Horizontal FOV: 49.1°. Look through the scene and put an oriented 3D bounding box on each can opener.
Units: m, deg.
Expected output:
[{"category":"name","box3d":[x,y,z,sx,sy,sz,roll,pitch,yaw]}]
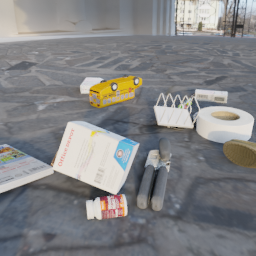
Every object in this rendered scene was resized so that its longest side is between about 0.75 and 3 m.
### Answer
[{"category":"can opener","box3d":[0.768,1.090,7.677,0.703,0.881,2.635,5,24,11]}]

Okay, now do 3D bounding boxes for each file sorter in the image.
[{"category":"file sorter","box3d":[1.886,-0.720,10.878,1.458,0.908,1.012,5,44,-13]}]

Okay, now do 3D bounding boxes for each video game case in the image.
[{"category":"video game case","box3d":[-3.684,1.086,8.187,2.497,0.225,1.788,17,20,33]}]

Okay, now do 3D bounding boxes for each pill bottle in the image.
[{"category":"pill bottle","box3d":[-0.498,1.834,6.477,0.902,0.494,0.494,-5,24,-10]}]

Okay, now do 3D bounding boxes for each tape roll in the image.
[{"category":"tape roll","box3d":[3.686,-0.164,10.740,2.059,0.720,2.059,0,23,0]}]

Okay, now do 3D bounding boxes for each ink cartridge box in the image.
[{"category":"ink cartridge box","box3d":[-0.771,0.685,7.191,1.718,1.265,1.243,21,4,7]},{"category":"ink cartridge box","box3d":[-1.491,-2.488,16.321,2.256,0.644,1.834,-3,23,4]},{"category":"ink cartridge box","box3d":[4.470,-1.898,15.051,1.611,0.565,1.982,7,29,16]}]

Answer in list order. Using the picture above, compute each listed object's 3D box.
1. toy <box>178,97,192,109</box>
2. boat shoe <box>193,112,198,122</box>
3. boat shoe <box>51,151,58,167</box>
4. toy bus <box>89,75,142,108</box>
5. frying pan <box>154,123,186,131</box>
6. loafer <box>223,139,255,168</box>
[{"category":"toy","box3d":[2.704,-1.086,13.145,0.801,0.328,1.391,-38,-4,34]},{"category":"boat shoe","box3d":[3.221,-0.524,11.929,1.488,0.547,0.486,-4,18,-36]},{"category":"boat shoe","box3d":[-2.039,0.800,8.824,0.522,0.495,1.378,5,24,11]},{"category":"toy bus","box3d":[-0.557,-1.927,14.248,2.884,1.129,0.939,-22,30,-40]},{"category":"frying pan","box3d":[1.770,-0.064,11.056,1.368,0.223,0.828,-18,39,-32]},{"category":"loafer","box3d":[3.916,0.830,8.555,1.985,0.755,0.670,20,28,19]}]
